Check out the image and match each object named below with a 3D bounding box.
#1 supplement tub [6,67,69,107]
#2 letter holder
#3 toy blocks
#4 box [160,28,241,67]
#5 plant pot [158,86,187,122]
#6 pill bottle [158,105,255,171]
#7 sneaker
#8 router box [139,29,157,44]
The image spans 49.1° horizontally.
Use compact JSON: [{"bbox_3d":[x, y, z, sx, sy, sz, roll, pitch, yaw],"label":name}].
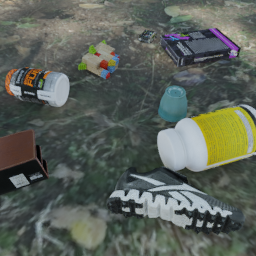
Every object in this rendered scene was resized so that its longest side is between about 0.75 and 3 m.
[{"bbox_3d":[-2.896,-1.337,8.988,1.778,1.090,1.090,10,45,10],"label":"supplement tub"},{"bbox_3d":[-2.865,0.834,6.723,1.611,0.810,1.145,-19,45,-5],"label":"letter holder"},{"bbox_3d":[-0.885,-2.533,10.528,1.162,0.850,1.700,28,51,11],"label":"toy blocks"},{"bbox_3d":[2.883,-3.353,11.475,2.696,0.487,1.927,-10,45,-12],"label":"box"},{"bbox_3d":[1.407,-0.790,8.600,0.903,0.849,0.903,0,45,0],"label":"plant pot"},{"bbox_3d":[2.063,0.299,7.111,2.440,1.372,1.372,-13,46,-14],"label":"pill bottle"},{"bbox_3d":[1.070,1.458,6.227,2.917,0.969,1.320,8,48,11],"label":"sneaker"},{"bbox_3d":[0.881,-4.031,12.327,0.567,0.235,0.757,19,48,18],"label":"router box"}]
